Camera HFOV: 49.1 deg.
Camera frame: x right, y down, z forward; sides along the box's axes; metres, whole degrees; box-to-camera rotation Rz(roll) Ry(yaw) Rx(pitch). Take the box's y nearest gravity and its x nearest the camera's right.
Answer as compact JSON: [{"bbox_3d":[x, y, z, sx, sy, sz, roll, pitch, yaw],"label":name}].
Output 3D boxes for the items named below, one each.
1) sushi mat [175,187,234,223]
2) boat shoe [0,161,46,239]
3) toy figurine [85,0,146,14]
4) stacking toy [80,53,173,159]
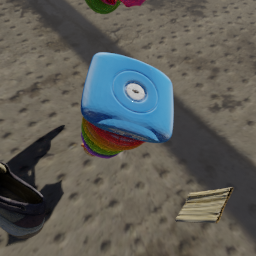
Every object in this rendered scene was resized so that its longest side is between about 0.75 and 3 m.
[{"bbox_3d":[0.847,0.902,3.237,0.055,0.901,0.431,36,66,-5],"label":"sushi mat"},{"bbox_3d":[-2.257,0.872,4.551,2.266,0.734,0.815,31,19,12],"label":"boat shoe"},{"bbox_3d":[-0.073,-4.235,7.849,1.610,2.144,1.974,-1,23,-42],"label":"toy figurine"},{"bbox_3d":[-0.369,0.011,5.097,1.457,2.511,1.378,17,58,-17],"label":"stacking toy"}]
